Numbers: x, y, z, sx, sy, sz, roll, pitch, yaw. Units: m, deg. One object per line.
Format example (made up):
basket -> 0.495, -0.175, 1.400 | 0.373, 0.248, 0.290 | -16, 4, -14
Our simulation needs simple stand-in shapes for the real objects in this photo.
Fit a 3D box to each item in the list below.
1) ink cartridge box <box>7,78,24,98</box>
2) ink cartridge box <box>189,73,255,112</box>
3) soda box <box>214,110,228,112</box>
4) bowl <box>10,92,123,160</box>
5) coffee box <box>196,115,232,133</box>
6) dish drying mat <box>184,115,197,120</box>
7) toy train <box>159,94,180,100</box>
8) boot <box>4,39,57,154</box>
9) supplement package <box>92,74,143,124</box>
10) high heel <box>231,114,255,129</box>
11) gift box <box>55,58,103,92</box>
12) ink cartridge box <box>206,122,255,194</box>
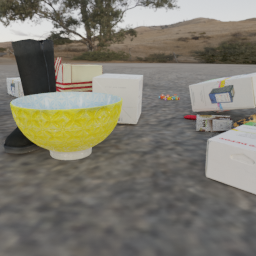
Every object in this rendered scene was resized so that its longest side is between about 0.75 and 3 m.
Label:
ink cartridge box -> -5.112, -2.082, 14.193 | 1.452, 0.875, 1.999 | -11, 20, -35
ink cartridge box -> 3.515, -1.226, 9.443 | 1.672, 1.007, 2.301 | -19, 14, -38
soda box -> 3.614, -0.788, 10.755 | 0.796, 0.253, 0.272 | -9, 18, -32
bowl -> -1.285, -0.033, 6.216 | 2.346, 1.262, 2.346 | 0, 15, 0
coffee box -> 2.496, -0.132, 8.176 | 0.974, 0.389, 0.550 | 3, 16, 12
dish drying mat -> 2.458, -0.322, 9.350 | 1.110, 0.101, 0.426 | 7, 14, 31
toy train -> 1.961, -1.498, 13.241 | 0.962, 0.268, 0.723 | 0, 16, 0
boot -> -2.390, -0.861, 6.817 | 0.829, 2.524, 2.081 | 3, 16, 11
supplement package -> -0.279, -1.044, 9.379 | 1.422, 1.412, 1.874 | 4, 15, 7
high heel -> 3.590, -0.306, 8.121 | 1.448, 0.725, 2.031 | 6, 24, 5
gift box -> -2.189, -1.782, 11.197 | 1.969, 1.946, 2.109 | -8, 11, -32
ink cartridge box -> 2.493, 0.503, 5.215 | 1.838, 0.772, 1.331 | -15, 22, -43
